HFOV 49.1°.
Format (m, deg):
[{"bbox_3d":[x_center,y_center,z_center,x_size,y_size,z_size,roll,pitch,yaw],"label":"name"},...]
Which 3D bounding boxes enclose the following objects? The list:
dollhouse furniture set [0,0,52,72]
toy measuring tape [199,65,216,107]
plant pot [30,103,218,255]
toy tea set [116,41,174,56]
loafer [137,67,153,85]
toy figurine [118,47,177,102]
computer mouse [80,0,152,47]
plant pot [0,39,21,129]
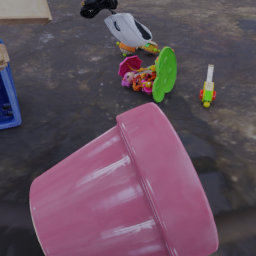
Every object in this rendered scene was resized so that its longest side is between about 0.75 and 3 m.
[{"bbox_3d":[-3.038,-2.005,6.336,2.953,1.531,1.307,-7,12,44],"label":"dollhouse furniture set"},{"bbox_3d":[2.847,-1.434,9.947,0.598,0.598,1.626,8,69,10],"label":"toy measuring tape"},{"bbox_3d":[-0.194,1.292,5.156,2.562,2.862,2.862,-21,41,-3],"label":"plant pot"},{"bbox_3d":[0.767,-3.478,12.798,2.679,0.992,1.593,31,18,38],"label":"toy tea set"},{"bbox_3d":[1.032,-2.271,11.209,1.834,0.641,0.640,-26,53,-29],"label":"loafer"},{"bbox_3d":[0.519,-1.976,10.571,2.009,1.638,2.182,7,61,31],"label":"toy figurine"},{"bbox_3d":[-0.177,-3.138,8.717,1.494,0.598,2.725,2,-12,39],"label":"computer mouse"},{"bbox_3d":[-4.834,-1.426,8.699,2.515,2.515,2.262,-10,34,-13],"label":"plant pot"}]
